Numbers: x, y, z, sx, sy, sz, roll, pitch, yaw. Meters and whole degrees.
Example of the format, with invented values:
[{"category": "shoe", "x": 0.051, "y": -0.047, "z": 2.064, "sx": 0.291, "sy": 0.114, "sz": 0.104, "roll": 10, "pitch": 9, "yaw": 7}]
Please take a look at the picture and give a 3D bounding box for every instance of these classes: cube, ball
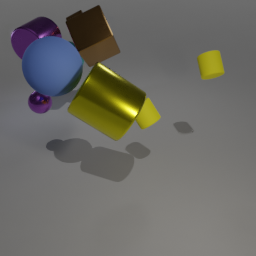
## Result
[{"category": "cube", "x": -1.286, "y": -3.425, "z": 10.616, "sx": 1.400, "sy": 1.400, "sz": 1.400, "roll": -24, "pitch": 77, "yaw": 5}, {"category": "ball", "x": -2.596, "y": -3.052, "z": 12.196, "sx": 1.400, "sy": 1.400, "sz": 1.400, "roll": 0, "pitch": 31, "yaw": 0}, {"category": "ball", "x": -1.787, "y": -1.454, "z": 6.681, "sx": 1.400, "sy": 1.400, "sz": 1.400, "roll": 0, "pitch": 31, "yaw": 0}, {"category": "ball", "x": -2.622, "y": -0.775, "z": 8.363, "sx": 0.700, "sy": 0.700, "sz": 0.700, "roll": 0, "pitch": 31, "yaw": 0}]

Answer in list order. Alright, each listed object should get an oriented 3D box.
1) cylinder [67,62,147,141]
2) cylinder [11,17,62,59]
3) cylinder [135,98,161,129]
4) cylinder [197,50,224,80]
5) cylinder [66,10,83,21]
[{"category": "cylinder", "x": -0.504, "y": -0.624, "z": 6.729, "sx": 1.400, "sy": 1.400, "sz": 1.400, "roll": 32, "pitch": 30, "yaw": -11}, {"category": "cylinder", "x": -3.490, "y": -3.386, "z": 10.786, "sx": 1.400, "sy": 1.400, "sz": 1.400, "roll": 9, "pitch": 38, "yaw": 15}, {"category": "cylinder", "x": 0.506, "y": -0.430, "z": 8.346, "sx": 0.700, "sy": 0.700, "sz": 0.700, "roll": -33, "pitch": 7, "yaw": 5}, {"category": "cylinder", "x": 2.543, "y": -1.930, "z": 8.632, "sx": 0.700, "sy": 0.700, "sz": 0.700, "roll": -11, "pitch": -5, "yaw": -1}, {"category": "cylinder", "x": -2.047, "y": -4.306, "z": 11.382, "sx": 0.700, "sy": 0.700, "sz": 0.700, "roll": -25, "pitch": 31, "yaw": 7}]
